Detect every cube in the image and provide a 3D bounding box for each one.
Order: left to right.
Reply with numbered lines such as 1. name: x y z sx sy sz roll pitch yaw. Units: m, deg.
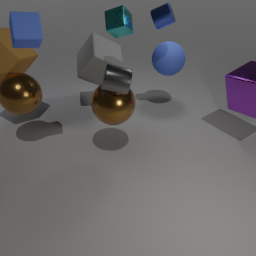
1. cube: -4.367 -2.529 9.909 1.400 1.400 1.400 45 20 -8
2. cube: -2.643 -2.515 7.237 0.700 0.700 0.700 -8 0 -25
3. cube: -1.192 -2.789 11.688 1.400 1.400 1.400 16 51 -34
4. cube: -0.291 -3.487 9.252 0.700 0.700 0.700 -8 -8 24
5. cube: 4.456 -1.361 9.801 1.400 1.400 1.400 -29 33 -20

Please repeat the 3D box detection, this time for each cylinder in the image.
1. cylinder: -0.301 -1.298 7.499 0.700 0.700 0.700 11 31 -9
2. cylinder: 1.244 -3.961 9.914 0.700 0.700 0.700 -17 27 21

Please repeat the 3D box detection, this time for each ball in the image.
1. ball: -3.567 -1.119 9.292 1.400 1.400 1.400 0 32 0
2. ball: -0.462 -0.789 8.820 1.400 1.400 1.400 0 32 0
3. ball: 1.700 -2.902 11.755 1.400 1.400 1.400 0 32 0
